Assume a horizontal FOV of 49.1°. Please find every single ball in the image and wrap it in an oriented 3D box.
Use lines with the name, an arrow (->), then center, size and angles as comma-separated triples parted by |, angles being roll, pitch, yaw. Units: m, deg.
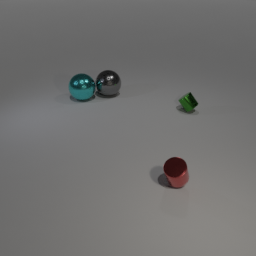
ball -> -1.060, -2.413, 15.075 | 1.400, 1.400, 1.400 | 0, 29, 0
ball -> -2.391, -2.136, 14.585 | 1.400, 1.400, 1.400 | 0, 29, 0

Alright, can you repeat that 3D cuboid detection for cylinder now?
cylinder -> 1.466, 1.339, 8.468 | 0.700, 0.700, 0.700 | -9, 52, 12
cylinder -> 2.882, -1.241, 13.372 | 0.700, 0.700, 0.700 | -36, 7, 5
